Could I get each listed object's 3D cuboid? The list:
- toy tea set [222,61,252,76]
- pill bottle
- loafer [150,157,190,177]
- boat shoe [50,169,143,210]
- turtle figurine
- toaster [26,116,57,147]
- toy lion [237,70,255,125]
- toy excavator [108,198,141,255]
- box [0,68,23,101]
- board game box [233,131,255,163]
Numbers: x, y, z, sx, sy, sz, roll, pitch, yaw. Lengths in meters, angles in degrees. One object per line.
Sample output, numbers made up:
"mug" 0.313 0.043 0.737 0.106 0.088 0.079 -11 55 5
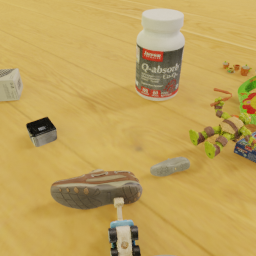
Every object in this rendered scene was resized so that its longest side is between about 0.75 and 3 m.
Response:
"toy tea set" 4.571 -2.583 11.747 1.227 0.454 0.730 14 40 17
"pill bottle" 1.080 -2.502 9.710 1.628 2.810 1.628 0 38 0
"loafer" 1.067 0.984 7.259 1.088 0.381 0.380 -8 27 -14
"boat shoe" -0.726 1.362 6.494 2.060 0.780 0.740 2 33 -12
"turtle figurine" 2.670 -0.034 7.752 1.930 0.771 2.394 -26 58 -17
"toaster" -2.567 0.109 8.254 0.819 0.486 0.740 -23 43 -27
"toy lion" 4.509 -0.961 8.912 2.426 0.869 2.531 -31 30 -11
"toy excavator" -0.143 2.044 5.714 0.569 1.107 1.139 -4 -6 -8
"box" -5.150 -1.493 10.024 2.467 0.844 1.014 -5 38 -7
"board game box" 3.852 0.509 7.810 1.278 0.394 1.278 29 47 32
